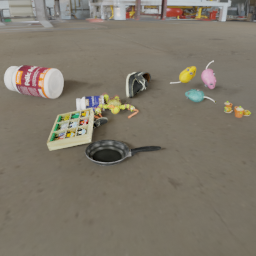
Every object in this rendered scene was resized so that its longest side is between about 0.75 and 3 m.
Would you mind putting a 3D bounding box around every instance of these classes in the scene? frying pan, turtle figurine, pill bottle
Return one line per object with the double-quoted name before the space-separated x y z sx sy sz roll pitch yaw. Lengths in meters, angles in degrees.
"frying pan" -0.240 0.674 8.728 2.212 0.360 1.338 -11 30 -24
"turtle figurine" -0.717 -0.983 11.632 2.082 0.671 1.679 -6 28 -12
"pill bottle" -4.455 -2.221 13.252 2.459 1.404 1.404 9 28 18
"pill bottle" -1.567 -0.997 11.695 1.129 0.653 0.653 -5 27 -7

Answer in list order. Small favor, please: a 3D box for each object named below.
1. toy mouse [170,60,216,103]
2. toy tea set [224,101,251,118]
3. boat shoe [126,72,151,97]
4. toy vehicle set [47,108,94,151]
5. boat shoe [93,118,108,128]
"toy mouse" 3.154 -1.840 12.359 2.040 2.295 0.444 54 39 6
"toy tea set" 4.441 -0.840 11.598 0.719 0.448 1.210 -17 31 -30
"boat shoe" 0.495 -2.200 13.686 0.923 0.980 2.729 3 25 16
"toy vehicle set" -1.943 -0.025 9.856 1.380 0.294 2.221 -12 27 2
"boat shoe" -1.153 -0.143 10.395 0.885 0.318 0.299 -16 33 -16
